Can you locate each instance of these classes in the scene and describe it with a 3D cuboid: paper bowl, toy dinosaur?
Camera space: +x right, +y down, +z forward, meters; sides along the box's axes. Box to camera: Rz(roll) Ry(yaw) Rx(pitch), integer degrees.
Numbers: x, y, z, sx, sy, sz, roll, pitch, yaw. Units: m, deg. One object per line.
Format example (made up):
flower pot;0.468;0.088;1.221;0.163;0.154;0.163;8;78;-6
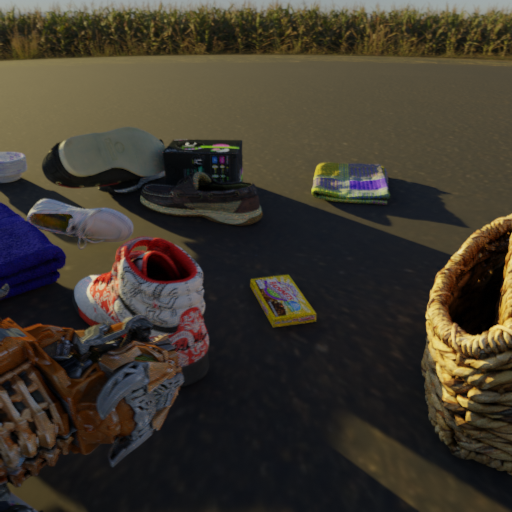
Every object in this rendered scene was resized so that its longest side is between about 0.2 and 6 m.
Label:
paper bowl;-6.513;-2.256;14.393;1.175;0.611;1.175;0;25;0
toy dinosaur;-3.374;1.233;4.523;5.186;2.649;3.520;4;28;-34

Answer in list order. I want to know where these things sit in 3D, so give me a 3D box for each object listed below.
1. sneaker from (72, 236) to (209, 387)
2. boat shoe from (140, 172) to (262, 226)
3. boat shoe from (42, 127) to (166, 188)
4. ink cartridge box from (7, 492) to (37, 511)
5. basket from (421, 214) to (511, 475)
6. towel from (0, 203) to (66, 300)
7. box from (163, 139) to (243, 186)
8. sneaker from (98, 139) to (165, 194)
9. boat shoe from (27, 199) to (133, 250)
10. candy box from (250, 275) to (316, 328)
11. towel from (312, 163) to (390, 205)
sneaker;-1.627;0.379;7.505;0.982;1.576;2.941;-18;31;-36
boat shoe;-1.204;-1.359;12.057;2.891;0.937;1.058;10;26;20
boat shoe;-3.304;-2.202;12.673;0.998;1.165;3.185;-16;2;37
ink cartridge box;-2.309;2.333;4.697;0.943;0.404;0.696;17;32;29
basket;3.280;0.389;6.284;2.512;2.622;3.519;11;28;23
towel;-4.759;0.030;9.460;2.200;0.738;2.979;-27;35;-33
box;-1.243;-2.160;13.618;1.765;1.097;1.311;1;25;3
sneaker;-3.106;-2.313;13.965;0.927;1.071;2.447;10;27;21
boat shoe;-3.234;-0.549;10.192;1.880;0.694;0.801;15;27;-4
candy box;0.389;0.667;8.593;0.669;0.173;1.309;-4;25;-15
towel;2.343;-1.856;13.910;1.880;0.298;2.618;5;25;9
